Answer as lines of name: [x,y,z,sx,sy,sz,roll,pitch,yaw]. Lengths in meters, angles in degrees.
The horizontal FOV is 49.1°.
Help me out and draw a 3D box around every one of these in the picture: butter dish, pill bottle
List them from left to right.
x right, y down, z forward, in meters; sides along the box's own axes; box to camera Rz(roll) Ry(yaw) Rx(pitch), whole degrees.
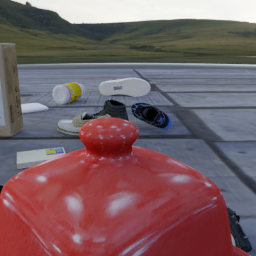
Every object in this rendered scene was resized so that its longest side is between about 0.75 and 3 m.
pill bottle: [-2.929,-1.815,14.262,0.947,0.947,1.817,7,18,22]
butter dish: [-0.196,0.883,3.065,2.739,2.025,2.732,-13,21,-39]

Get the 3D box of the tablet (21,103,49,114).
tablet: [-4.900,-0.819,12.259,2.415,0.165,1.572,-12,20,-36]

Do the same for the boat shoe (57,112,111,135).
boat shoe: [-1.359,-0.161,8.966,2.097,0.717,0.784,6,20,23]

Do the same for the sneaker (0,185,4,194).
sneaker: [-2.188,1.167,4.017,2.471,0.979,0.932,-7,16,-26]

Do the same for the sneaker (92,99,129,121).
sneaker: [-0.879,-0.523,9.738,2.008,0.996,0.710,5,18,20]

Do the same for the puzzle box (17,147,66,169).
puzzle box: [-2.135,0.728,6.955,1.170,0.149,0.778,-6,17,-19]

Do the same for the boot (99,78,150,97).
boot: [-0.084,-2.472,16.201,2.993,1.089,1.352,4,22,16]

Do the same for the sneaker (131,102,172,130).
sneaker: [0.638,-0.542,9.601,0.768,0.692,1.973,30,-2,-42]

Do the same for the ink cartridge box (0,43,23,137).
ink cartridge box: [-4.693,-1.204,8.754,2.336,2.836,1.065,0,16,1]

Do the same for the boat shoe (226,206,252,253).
boat shoe: [1.498,1.405,4.158,0.374,0.421,1.127,1,18,-1]
